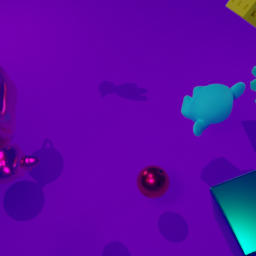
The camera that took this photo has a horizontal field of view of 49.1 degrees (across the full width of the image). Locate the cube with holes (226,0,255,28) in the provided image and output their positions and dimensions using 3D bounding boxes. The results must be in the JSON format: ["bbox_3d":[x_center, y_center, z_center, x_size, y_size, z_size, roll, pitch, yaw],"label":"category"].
[{"bbox_3d":[3.006,-2.695,5.966,1.071,1.071,1.071,25,30,-19],"label":"cube with holes"}]

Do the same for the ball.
[{"bbox_3d":[0.525,1.131,5.898,0.703,0.703,0.703,0,58,0],"label":"ball"}]

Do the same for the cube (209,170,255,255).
[{"bbox_3d":[1.831,1.282,3.860,0.998,0.998,0.998,-22,46,3],"label":"cube"}]

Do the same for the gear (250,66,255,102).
[{"bbox_3d":[2.870,-0.553,4.947,0.296,1.602,1.602,-30,63,-7],"label":"gear"}]

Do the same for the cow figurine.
[{"bbox_3d":[-1.800,-0.008,3.871,0.825,1.478,1.503,-5,66,9],"label":"cow figurine"}]

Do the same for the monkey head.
[{"bbox_3d":[1.850,-0.373,6.223,1.650,1.187,0.994,-41,35,-15],"label":"monkey head"}]
